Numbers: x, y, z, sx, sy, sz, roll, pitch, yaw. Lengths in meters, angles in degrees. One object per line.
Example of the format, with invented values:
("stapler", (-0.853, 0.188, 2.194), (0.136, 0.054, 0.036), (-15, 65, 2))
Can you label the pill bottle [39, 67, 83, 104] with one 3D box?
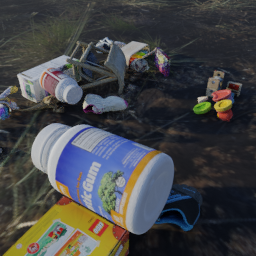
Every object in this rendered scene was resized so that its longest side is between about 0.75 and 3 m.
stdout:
("pill bottle", (-2.358, -1.471, 9.924), (0.899, 0.899, 1.592), (-29, 48, -33))

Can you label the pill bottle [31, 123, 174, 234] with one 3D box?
("pill bottle", (-0.662, 0.901, 6.181), (2.998, 1.680, 1.680), (19, 40, 28))

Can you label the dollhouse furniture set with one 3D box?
("dollhouse furniture set", (3.914, -1.699, 11.334), (1.190, 0.834, 0.839), (19, 41, 23))

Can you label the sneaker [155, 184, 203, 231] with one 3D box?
("sneaker", (0.534, 1.681, 6.739), (2.429, 0.889, 0.995), (11, 38, 14))

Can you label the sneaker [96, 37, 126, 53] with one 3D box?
("sneaker", (-0.896, -4.608, 15.373), (1.695, 0.677, 1.103), (-7, 45, 8))

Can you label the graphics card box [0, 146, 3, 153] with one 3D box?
("graphics card box", (-4.282, 0.760, 8.565), (0.474, 0.192, 0.755), (20, 42, 26))

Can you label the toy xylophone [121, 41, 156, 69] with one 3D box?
("toy xylophone", (0.390, -3.736, 14.244), (1.857, 0.637, 2.537), (26, 44, 30))

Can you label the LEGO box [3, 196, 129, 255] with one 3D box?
("LEGO box", (-1.308, 2.683, 5.372), (1.730, 0.896, 2.323), (21, 41, 26))

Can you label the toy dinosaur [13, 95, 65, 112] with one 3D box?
("toy dinosaur", (-2.987, -0.983, 10.700), (2.576, 0.750, 1.302), (-36, 34, -29))

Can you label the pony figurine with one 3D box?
("pony figurine", (-4.952, -0.914, 9.784), (2.246, 1.937, 2.326), (-2, 21, -18))

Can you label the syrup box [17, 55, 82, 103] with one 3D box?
("syrup box", (-3.215, -2.111, 11.751), (1.026, 0.992, 2.520), (23, 43, 28))

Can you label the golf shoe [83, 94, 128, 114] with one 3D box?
("golf shoe", (-0.869, -0.785, 10.397), (1.711, 0.644, 0.783), (5, 49, 16))

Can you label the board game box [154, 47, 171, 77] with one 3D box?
("board game box", (1.614, -3.148, 13.256), (0.237, 0.880, 1.467), (-12, 38, -12))

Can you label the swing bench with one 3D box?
("swing bench", (-1.227, -2.683, 12.130), (2.301, 1.493, 2.289), (2, 36, 2))

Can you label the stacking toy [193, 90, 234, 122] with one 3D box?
("stacking toy", (3.283, -0.759, 10.544), (1.408, 0.657, 1.555), (-12, 26, 29))

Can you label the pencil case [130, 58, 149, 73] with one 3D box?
("pencil case", (0.491, -2.786, 12.552), (0.669, 0.582, 1.495), (37, 5, -13))
